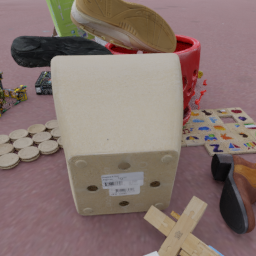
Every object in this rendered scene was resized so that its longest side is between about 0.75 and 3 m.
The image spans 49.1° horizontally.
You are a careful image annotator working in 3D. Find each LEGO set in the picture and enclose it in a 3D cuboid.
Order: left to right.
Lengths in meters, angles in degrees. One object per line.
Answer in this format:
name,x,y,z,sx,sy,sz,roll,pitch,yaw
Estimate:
LEGO set,-4.589,-1.328,9.605,1.652,1.245,2.149,14,34,22

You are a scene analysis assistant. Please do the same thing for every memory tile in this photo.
memory tile,-2.636,0.384,7.801,2.130,0.179,1.632,-19,36,-28

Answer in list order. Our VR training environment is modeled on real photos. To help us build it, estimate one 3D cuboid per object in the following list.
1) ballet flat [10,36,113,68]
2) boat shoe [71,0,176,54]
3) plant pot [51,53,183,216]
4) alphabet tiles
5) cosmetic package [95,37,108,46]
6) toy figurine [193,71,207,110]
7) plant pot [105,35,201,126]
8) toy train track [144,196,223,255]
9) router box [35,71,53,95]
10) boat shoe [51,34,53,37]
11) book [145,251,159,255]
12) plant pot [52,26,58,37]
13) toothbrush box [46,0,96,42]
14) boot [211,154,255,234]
ballet flat,-1.540,-1.772,6.818,2.469,0.701,0.820,5,67,-8
boat shoe,-0.084,-2.565,7.165,2.878,1.061,0.995,17,-16,-27
plant pot,-0.175,0.274,5.886,2.713,2.716,2.405,-3,44,-4
alphabet tiles,2.513,0.051,8.429,2.991,0.113,2.500,-4,31,-5
cosmetic package,-1.376,-3.576,12.468,1.321,2.150,2.143,10,32,20
toy figurine,1.522,-1.465,10.460,2.593,1.368,1.554,8,3,8
plant pot,0.716,-1.326,8.306,2.692,2.451,2.692,-4,31,2
toy train track,1.289,2.085,4.545,2.442,0.397,1.401,29,80,38
router box,-2.996,-1.825,11.199,1.102,0.457,1.470,-2,32,-3
boat shoe,-3.636,-5.276,16.636,0.953,0.934,2.676,-31,36,-34
book,-0.341,2.732,3.630,2.367,0.569,1.581,-14,32,-18
plant pot,-2.811,-3.993,13.255,1.935,2.070,1.935,0,31,0
toothbrush box,-1.753,-3.470,8.047,1.003,2.330,1.696,-20,54,-10
boot,3.052,1.409,5.843,2.283,0.782,2.149,9,24,0
